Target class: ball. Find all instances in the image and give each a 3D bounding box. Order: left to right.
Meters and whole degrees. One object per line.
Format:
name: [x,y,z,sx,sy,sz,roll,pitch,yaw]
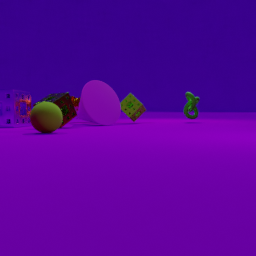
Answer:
ball: [-1.863,-0.237,6.394,0.718,0.718,0.718,0,4,0]

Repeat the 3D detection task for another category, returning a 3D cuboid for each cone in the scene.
cone: [-1.424,-0.623,10.193,1.662,1.662,1.668,-3,-16,-45]

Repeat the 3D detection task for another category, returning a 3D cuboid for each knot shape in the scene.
knot shape: [2.811,-0.926,12.370,0.554,1.121,1.198,1,-18,26]

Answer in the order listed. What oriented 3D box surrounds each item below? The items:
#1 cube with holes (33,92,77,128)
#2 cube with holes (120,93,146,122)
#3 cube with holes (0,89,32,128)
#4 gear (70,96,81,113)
cube with holes: [-2.131,-0.527,8.254,0.771,0.771,0.771,1,31,33]
cube with holes: [0.173,-0.823,11.476,0.741,0.741,0.741,45,1,21]
cube with holes: [-3.882,-0.608,8.946,1.136,1.136,1.136,0,3,7]
gear: [-1.608,-0.777,11.865,2.074,0.384,2.074,18,-8,3]
